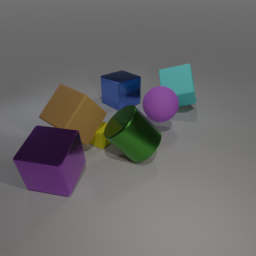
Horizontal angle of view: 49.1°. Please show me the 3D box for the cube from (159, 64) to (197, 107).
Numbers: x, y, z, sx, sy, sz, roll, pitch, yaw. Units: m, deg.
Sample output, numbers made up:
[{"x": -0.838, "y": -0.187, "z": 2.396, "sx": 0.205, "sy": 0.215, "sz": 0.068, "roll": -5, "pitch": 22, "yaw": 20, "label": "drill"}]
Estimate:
[{"x": 2.278, "y": -1.867, "z": 12.765, "sx": 1.400, "sy": 1.400, "sz": 1.400, "roll": -9, "pitch": 71, "yaw": 16, "label": "cube"}]

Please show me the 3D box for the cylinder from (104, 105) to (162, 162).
[{"x": 0.160, "y": 0.190, "z": 9.296, "sx": 1.400, "sy": 1.400, "sz": 1.400, "roll": -36, "pitch": 27, "yaw": 22, "label": "cylinder"}]

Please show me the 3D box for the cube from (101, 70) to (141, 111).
[{"x": -0.346, "y": -1.854, "z": 13.597, "sx": 1.400, "sy": 1.400, "sz": 1.400, "roll": -23, "pitch": 36, "yaw": -36, "label": "cube"}]

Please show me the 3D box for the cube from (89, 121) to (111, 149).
[{"x": -1.011, "y": 0.237, "z": 10.452, "sx": 0.700, "sy": 0.700, "sz": 0.700, "roll": 20, "pitch": 39, "yaw": 33, "label": "cube"}]

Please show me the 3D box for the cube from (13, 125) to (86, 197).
[{"x": -2.199, "y": 0.944, "z": 8.188, "sx": 1.400, "sy": 1.400, "sz": 1.400, "roll": 7, "pitch": 43, "yaw": 12, "label": "cube"}]

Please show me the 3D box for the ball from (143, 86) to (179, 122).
[{"x": 1.278, "y": -0.933, "z": 10.967, "sx": 1.400, "sy": 1.400, "sz": 1.400, "roll": 0, "pitch": 29, "yaw": 0, "label": "ball"}]

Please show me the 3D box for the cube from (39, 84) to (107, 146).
[{"x": -1.889, "y": -0.451, "z": 9.763, "sx": 1.400, "sy": 1.400, "sz": 1.400, "roll": 26, "pitch": 81, "yaw": 34, "label": "cube"}]
